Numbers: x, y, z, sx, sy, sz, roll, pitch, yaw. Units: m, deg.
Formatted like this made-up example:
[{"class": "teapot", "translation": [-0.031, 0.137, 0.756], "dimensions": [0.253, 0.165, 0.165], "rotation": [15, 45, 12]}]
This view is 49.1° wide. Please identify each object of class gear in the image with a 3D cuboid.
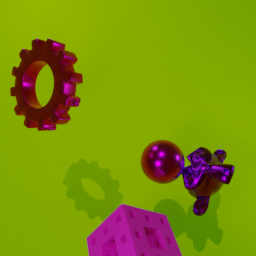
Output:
[{"class": "gear", "translation": [-1.684, -0.850, 5.617], "dimensions": [1.790, 0.331, 1.790], "rotation": [1, 91, 34]}]

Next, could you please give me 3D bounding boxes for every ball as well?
[{"class": "ball", "translation": [0.761, 0.740, 6.189], "dimensions": [0.974, 0.974, 0.974], "rotation": [0, 72, 0]}]

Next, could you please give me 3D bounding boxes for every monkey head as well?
[{"class": "monkey head", "translation": [1.892, 1.100, 6.347], "dimensions": [1.270, 1.064, 1.765], "rotation": [5, 61, 46]}]

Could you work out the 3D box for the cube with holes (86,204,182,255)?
[{"class": "cube with holes", "translation": [0.113, 2.228, 4.926], "dimensions": [1.123, 1.123, 1.123], "rotation": [-49, 37, 23]}]
